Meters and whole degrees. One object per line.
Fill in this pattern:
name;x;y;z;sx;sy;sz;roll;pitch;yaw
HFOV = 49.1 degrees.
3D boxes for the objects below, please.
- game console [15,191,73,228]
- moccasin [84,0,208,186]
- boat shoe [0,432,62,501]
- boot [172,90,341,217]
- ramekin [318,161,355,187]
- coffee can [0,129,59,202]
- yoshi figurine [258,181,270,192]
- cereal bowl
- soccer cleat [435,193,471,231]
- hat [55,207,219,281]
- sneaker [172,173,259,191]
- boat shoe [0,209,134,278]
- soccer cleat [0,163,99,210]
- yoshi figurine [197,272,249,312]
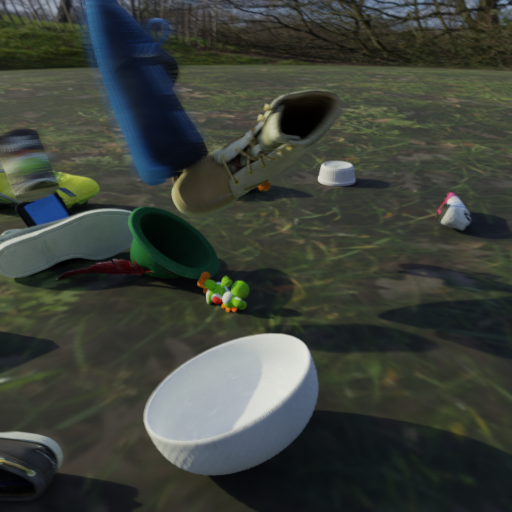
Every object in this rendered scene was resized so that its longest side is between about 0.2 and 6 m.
game console;-3.849;-0.776;11.133;1.172;0.776;1.333;6;25;13
moccasin;-1.686;-2.616;8.496;1.142;3.348;1.347;-20;-11;-12
boat shoe;-2.698;1.932;5.158;1.666;0.594;0.502;2;20;-1
boot;-0.044;-1.487;8.116;2.430;0.876;1.879;-31;2;-18
ramekin;2.128;-2.176;14.725;0.984;0.458;0.984;0;24;0
coffee can;-3.310;-1.303;8.094;0.626;0.856;0.626;-25;-9;-4
yoshi figurine;-0.139;-1.493;9.813;1.200;0.672;0.675;26;32;38
cereal bowl;-0.177;1.541;5.598;1.760;0.733;1.760;-18;17;6
soccer cleat;4.197;-0.889;11.857;0.686;0.555;1.588;32;27;9
hat;-1.864;0.261;9.544;1.942;1.710;1.609;42;25;8
sneaker;-0.951;-1.876;13.941;2.285;0.805;0.863;0;6;-11
boat shoe;-3.346;-0.373;10.010;2.633;0.959;0.813;-19;33;-26
soccer cleat;-5.084;-1.672;12.568;3.007;1.258;0.972;0;24;1
yoshi figurine;-0.438;0.510;8.581;0.904;0.506;0.508;24;27;38
